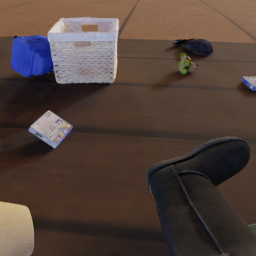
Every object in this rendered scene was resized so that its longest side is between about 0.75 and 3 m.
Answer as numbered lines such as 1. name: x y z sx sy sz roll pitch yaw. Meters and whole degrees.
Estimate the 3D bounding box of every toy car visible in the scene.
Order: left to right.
1. toy car: 2.704 -2.710 12.066 0.903 0.712 0.742 6 40 -11

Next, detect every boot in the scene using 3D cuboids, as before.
1. boot: 1.483 1.173 4.352 2.130 0.848 2.584 -23 20 1

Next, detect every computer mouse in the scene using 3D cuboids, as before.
1. computer mouse: 3.572 -4.462 14.819 1.594 0.607 2.301 -15 35 -24

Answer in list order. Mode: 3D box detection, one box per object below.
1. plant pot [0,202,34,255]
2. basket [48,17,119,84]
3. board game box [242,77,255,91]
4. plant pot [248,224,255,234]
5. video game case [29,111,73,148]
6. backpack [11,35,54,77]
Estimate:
1. plant pot: -2.424 1.765 4.284 1.745 1.635 1.635 -1 29 -33
2. basket: -1.650 -3.205 11.448 2.565 2.082 2.588 0 32 0
3. board game box: 5.089 -1.732 10.870 0.953 0.208 0.958 -2 32 -3
4. plant pot: 2.388 2.068 3.847 1.809 1.278 1.278 0 34 21
5. video game case: -2.111 0.022 7.755 0.846 0.212 0.933 33 36 -2
6. backpack: -3.715 -2.947 11.697 1.547 1.498 1.843 31 31 7
